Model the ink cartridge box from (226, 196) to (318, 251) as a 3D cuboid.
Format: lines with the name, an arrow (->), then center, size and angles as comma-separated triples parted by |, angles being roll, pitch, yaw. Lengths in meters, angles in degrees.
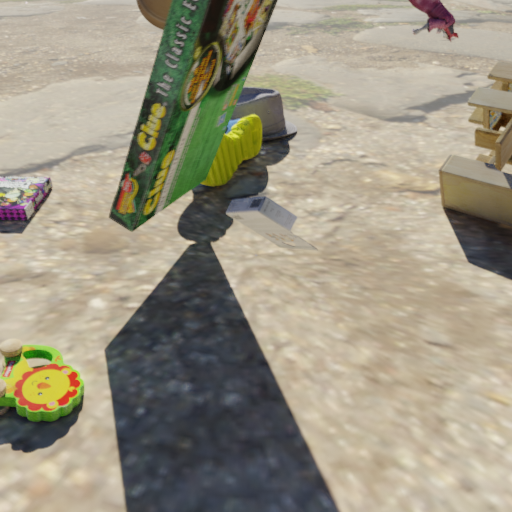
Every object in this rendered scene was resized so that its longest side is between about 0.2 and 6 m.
ink cartridge box -> 0.177, -0.328, 5.754 | 0.761, 0.191, 0.877 | 30, -9, -23

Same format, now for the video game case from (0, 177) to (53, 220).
video game case -> -4.995, -1.142, 10.929 | 1.587, 0.284, 1.439 | 1, 33, 1

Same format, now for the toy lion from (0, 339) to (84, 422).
toy lion -> -2.629, 1.511, 6.770 | 1.097, 0.393, 1.144 | 3, 32, -9

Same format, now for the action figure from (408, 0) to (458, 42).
action figure -> 2.686, -3.644, 8.288 | 1.043, 0.776, 0.698 | 48, 50, 1

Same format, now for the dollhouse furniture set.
dollhouse furniture set -> 4.820, -1.897, 10.450 | 1.684, 2.222, 2.536 | 24, 66, 35

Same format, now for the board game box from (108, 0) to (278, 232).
board game box -> -0.679, -2.784, 8.118 | 0.571, 4.864, 2.548 | 30, 33, 5

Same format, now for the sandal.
sandal -> -0.960, -2.285, 12.078 | 1.279, 1.168, 2.939 | 8, 26, 23

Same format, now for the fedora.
fedora -> -0.068, -3.665, 14.196 | 2.249, 1.015, 1.989 | -13, 35, -19

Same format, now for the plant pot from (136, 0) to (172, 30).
plant pot -> -1.327, -4.390, 8.898 | 1.235, 1.235, 1.077 | -5, -4, -8
